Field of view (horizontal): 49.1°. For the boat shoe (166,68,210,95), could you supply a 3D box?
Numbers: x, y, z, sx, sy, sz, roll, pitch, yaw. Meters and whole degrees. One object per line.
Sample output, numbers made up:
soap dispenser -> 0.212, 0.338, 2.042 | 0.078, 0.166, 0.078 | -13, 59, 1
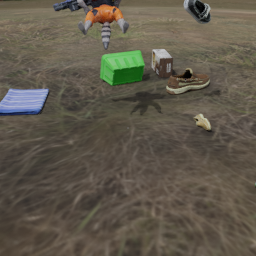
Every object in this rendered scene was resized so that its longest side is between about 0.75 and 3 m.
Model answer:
boat shoe -> 2.962, -2.324, 13.246 | 2.616, 0.968, 0.966 | -21, 36, -33

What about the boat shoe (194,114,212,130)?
boat shoe -> 2.663, -0.167, 10.110 | 0.400, 0.376, 1.051 | -16, 23, -1

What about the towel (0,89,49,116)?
towel -> -4.465, -1.189, 11.925 | 1.802, 0.297, 2.489 | -2, 29, -5

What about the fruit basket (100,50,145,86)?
fruit basket -> -0.443, -3.227, 14.448 | 2.326, 1.678, 2.326 | 5, 45, -5

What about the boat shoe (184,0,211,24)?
boat shoe -> 2.539, -4.013, 9.597 | 0.512, 0.554, 1.500 | 18, 0, 44

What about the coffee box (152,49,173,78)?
coffee box -> 1.861, -3.577, 15.406 | 0.744, 1.054, 1.864 | -4, 30, -7

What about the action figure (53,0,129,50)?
action figure -> -1.070, -3.527, 8.815 | 2.400, 1.255, 2.322 | -11, 44, 6
